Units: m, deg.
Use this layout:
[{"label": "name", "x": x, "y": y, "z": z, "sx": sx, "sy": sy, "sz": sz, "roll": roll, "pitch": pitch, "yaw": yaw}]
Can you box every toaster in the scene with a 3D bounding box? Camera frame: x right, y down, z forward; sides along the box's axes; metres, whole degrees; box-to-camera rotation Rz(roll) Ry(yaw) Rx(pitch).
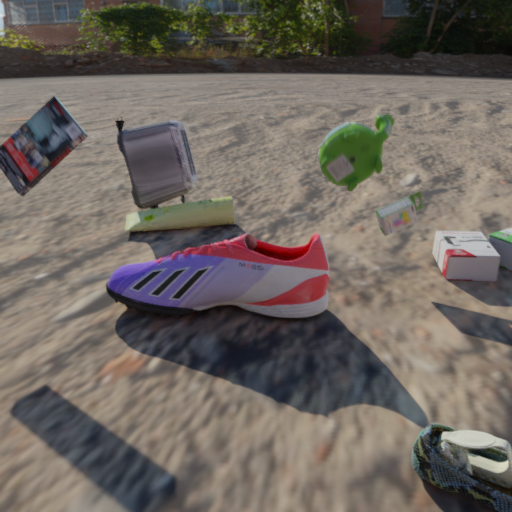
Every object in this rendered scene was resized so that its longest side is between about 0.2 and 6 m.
[{"label": "toaster", "x": -2.162, "y": -2.136, "z": 12.435, "sx": 1.377, "sy": 2.132, "sz": 1.212, "roll": -13, "pitch": 8, "yaw": 4}]

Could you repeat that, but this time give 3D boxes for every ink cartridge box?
[{"label": "ink cartridge box", "x": 2.506, "y": -0.724, "z": 9.598, "sx": 0.846, "sy": 0.439, "sz": 0.251, "roll": -24, "pitch": 44, "yaw": 4}, {"label": "ink cartridge box", "x": 4.963, "y": -0.138, "z": 10.137, "sx": 1.305, "sy": 0.548, "sz": 0.952, "roll": -14, "pitch": 26, "yaw": -30}, {"label": "ink cartridge box", "x": 3.689, "y": -0.020, "z": 9.926, "sx": 0.865, "sy": 0.489, "sz": 1.179, "roll": 1, "pitch": 23, "yaw": 5}]

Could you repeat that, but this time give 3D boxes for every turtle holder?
[{"label": "turtle holder", "x": 1.401, "y": -1.610, "z": 8.147, "sx": 0.873, "sy": 1.149, "sz": 0.816, "roll": 19, "pitch": 30, "yaw": -12}]

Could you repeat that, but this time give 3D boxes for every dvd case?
[{"label": "dvd case", "x": -3.541, "y": -1.795, "z": 9.122, "sx": 1.060, "sy": 1.453, "sz": 0.160, "roll": 47, "pitch": 2, "yaw": 24}]

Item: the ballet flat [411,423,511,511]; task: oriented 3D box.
[{"label": "ballet flat", "x": 2.334, "y": 1.983, "z": 4.984, "sx": 1.881, "sy": 0.698, "sz": 0.698, "roll": 11, "pitch": 25, "yaw": 24}]

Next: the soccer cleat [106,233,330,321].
[{"label": "soccer cleat", "x": -0.596, "y": 0.205, "z": 8.424, "sx": 3.384, "sy": 1.238, "sz": 1.154, "roll": 2, "pitch": 23, "yaw": 6}]

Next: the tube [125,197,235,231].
[{"label": "tube", "x": -1.609, "y": -0.845, "z": 11.880, "sx": 2.307, "sy": 0.599, "sz": 0.669, "roll": -8, "pitch": -15, "yaw": -5}]
